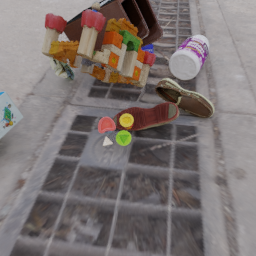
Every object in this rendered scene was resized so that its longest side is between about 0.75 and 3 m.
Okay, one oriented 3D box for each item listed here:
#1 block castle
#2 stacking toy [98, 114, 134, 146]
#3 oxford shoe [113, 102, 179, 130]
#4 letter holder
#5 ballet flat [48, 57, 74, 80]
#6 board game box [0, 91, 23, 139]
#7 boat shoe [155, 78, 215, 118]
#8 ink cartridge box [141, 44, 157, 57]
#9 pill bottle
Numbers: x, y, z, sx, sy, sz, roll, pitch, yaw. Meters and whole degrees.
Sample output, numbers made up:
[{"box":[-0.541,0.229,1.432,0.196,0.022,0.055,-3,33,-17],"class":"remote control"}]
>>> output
[{"box":[-0.633,-2.049,7.172,1.809,1.270,2.707,13,-2,37],"class":"block castle"},{"box":[-0.255,0.091,6.516,0.826,0.349,0.747,-5,74,5],"class":"stacking toy"},{"box":[0.466,-0.207,7.012,1.688,0.631,0.595,-6,77,19],"class":"oxford shoe"},{"box":[-0.468,-2.964,8.715,2.572,1.828,1.293,-3,40,43],"class":"letter holder"},{"box":[-2.048,-1.843,8.386,0.546,1.470,0.546,-5,59,8],"class":"ballet flat"},{"box":[-3.583,0.275,5.689,1.732,0.754,2.347,-3,37,32],"class":"board game box"},{"box":[1.435,-0.703,7.391,1.678,0.620,0.621,31,38,20],"class":"boat shoe"},{"box":[0.266,-3.140,10.459,0.910,0.359,1.829,-16,46,-27],"class":"ink cartridge box"},{"box":[2.092,-2.395,9.214,0.985,0.985,1.755,18,45,20],"class":"pill bottle"}]
